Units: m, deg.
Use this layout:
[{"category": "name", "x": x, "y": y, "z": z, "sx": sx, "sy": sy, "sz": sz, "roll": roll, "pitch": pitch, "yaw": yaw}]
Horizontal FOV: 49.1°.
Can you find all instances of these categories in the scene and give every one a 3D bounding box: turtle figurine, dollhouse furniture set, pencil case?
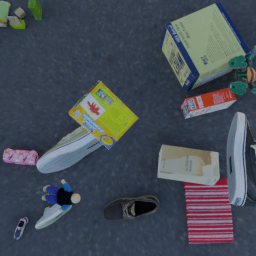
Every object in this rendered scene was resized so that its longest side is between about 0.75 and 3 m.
[{"category": "turtle figurine", "x": 4.360, "y": -1.889, "z": 9.928, "sx": 2.508, "sy": 1.262, "sz": 1.877, "roll": -14, "pitch": 84, "yaw": -45}, {"category": "dollhouse furniture set", "x": -4.649, "y": -4.628, "z": 10.929, "sx": 2.332, "sy": 0.900, "sz": 1.165, "roll": 2, "pitch": 77, "yaw": 0}, {"category": "pencil case", "x": -3.788, "y": 1.013, "z": 9.903, "sx": 1.195, "sy": 0.495, "sz": 0.517, "roll": 4, "pitch": 58, "yaw": 1}]

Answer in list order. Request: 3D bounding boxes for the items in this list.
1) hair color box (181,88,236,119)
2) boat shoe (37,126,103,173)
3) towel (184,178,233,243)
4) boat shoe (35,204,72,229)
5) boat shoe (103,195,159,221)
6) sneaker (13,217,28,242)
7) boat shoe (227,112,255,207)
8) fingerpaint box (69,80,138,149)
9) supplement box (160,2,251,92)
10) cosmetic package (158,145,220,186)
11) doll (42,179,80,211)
[{"category": "hair color box", "x": 2.860, "y": -0.887, "z": 10.087, "sx": 1.698, "sy": 0.942, "sz": 0.543, "roll": -15, "pitch": 78, "yaw": -4}, {"category": "boat shoe", "x": -1.940, "y": 0.634, "z": 9.874, "sx": 2.754, "sy": 0.991, "sz": 0.854, "roll": -28, "pitch": 56, "yaw": -10}, {"category": "towel", "x": 2.761, "y": 2.804, "z": 9.640, "sx": 1.557, "sy": 0.242, "sz": 2.153, "roll": -1, "pitch": 78, "yaw": -1}, {"category": "boat shoe", "x": -2.587, "y": 2.885, "z": 9.551, "sx": 1.378, "sy": 0.481, "sz": 0.491, "roll": -35, "pitch": 63, "yaw": -7}, {"category": "boat shoe", "x": 0.091, "y": 2.671, "z": 9.415, "sx": 1.978, "sy": 0.725, "sz": 0.737, "roll": -14, "pitch": 78, "yaw": -3}, {"category": "sneaker", "x": -3.680, "y": 3.424, "z": 9.448, "sx": 0.292, "sy": 0.341, "sz": 0.831, "roll": 18, "pitch": 78, "yaw": 4}, {"category": "boat shoe", "x": 3.322, "y": 0.799, "z": 7.732, "sx": 0.942, "sy": 1.019, "sz": 2.759, "roll": 8, "pitch": 55, "yaw": 7}, {"category": "fingerpaint box", "x": -0.569, "y": -0.302, "z": 6.488, "sx": 1.235, "sy": 0.453, "sz": 1.030, "roll": 43, "pitch": 90, "yaw": -19}, {"category": "supplement box", "x": 2.704, "y": -2.903, "z": 10.245, "sx": 2.215, "sy": 1.488, "sz": 2.217, "roll": -25, "pitch": 79, "yaw": -5}, {"category": "cosmetic package", "x": 2.049, "y": 1.265, "z": 9.598, "sx": 1.966, "sy": 0.699, "sz": 1.034, "roll": 7, "pitch": 57, "yaw": 1}, {"category": "doll", "x": -1.457, "y": 1.467, "z": 6.136, "sx": 0.998, "sy": 0.242, "sz": 0.681, "roll": 3, "pitch": 83, "yaw": 33}]
